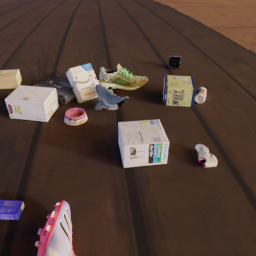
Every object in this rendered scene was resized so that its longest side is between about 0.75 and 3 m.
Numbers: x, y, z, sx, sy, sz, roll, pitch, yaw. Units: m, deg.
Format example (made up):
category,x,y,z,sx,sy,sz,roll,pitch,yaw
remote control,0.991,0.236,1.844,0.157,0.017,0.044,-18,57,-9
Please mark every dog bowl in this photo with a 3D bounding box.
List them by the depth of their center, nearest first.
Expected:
category,x,y,z,sx,sy,sz,roll,pitch,yaw
dog bowl,-2.223,-0.501,11.872,0.993,0.366,0.993,1,34,0

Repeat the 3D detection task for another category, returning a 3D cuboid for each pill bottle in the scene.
category,x,y,z,sx,sy,sz,roll,pitch,yaw
pill bottle,3.470,-1.575,13.332,0.505,0.505,0.887,11,36,16

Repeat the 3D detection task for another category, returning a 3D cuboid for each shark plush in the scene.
category,x,y,z,sx,sy,sz,roll,pitch,yaw
shark plush,-0.807,-1.285,11.929,1.143,1.048,2.515,-15,17,-15

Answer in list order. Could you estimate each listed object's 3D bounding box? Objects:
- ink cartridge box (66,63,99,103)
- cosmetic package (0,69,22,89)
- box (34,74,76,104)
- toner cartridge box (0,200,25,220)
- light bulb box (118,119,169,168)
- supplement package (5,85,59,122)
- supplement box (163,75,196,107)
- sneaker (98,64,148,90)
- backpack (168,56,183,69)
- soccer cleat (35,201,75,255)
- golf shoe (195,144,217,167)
category,x,y,z,sx,sy,sz,roll,pitch,yaw
ink cartridge box,-2.035,-2.108,13.152,1.126,1.543,0.650,-25,1,-30
cosmetic package,-6.658,-2.518,14.562,1.937,0.688,1.019,-6,34,-9
box,-3.343,-1.975,13.899,2.054,0.524,1.620,20,40,27
toner cartridge box,-3.522,2.289,7.863,1.059,0.229,0.503,2,33,2
light bulb box,0.500,0.504,9.848,1.529,0.954,1.515,-4,34,-7
supplement package,-4.121,-1.081,12.171,1.723,0.955,1.342,5,36,8
supplement box,2.381,-1.767,13.225,1.393,0.936,1.394,3,34,5
sneaker,-0.278,-2.654,14.314,2.676,1.186,1.029,-1,34,-2
backpack,2.817,-3.892,16.579,0.834,0.740,0.628,13,14,26
soccer cleat,-1.647,2.863,6.662,1.008,0.880,2.637,32,22,-16
golf shoe,2.601,0.946,9.704,0.517,0.425,1.129,-15,36,-15
